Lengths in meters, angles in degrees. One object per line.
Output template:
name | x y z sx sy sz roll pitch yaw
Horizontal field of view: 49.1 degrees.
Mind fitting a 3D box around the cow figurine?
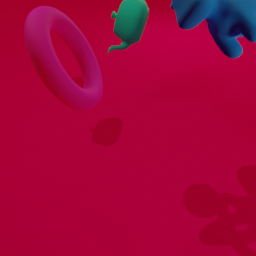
cow figurine | 0.906 -1.157 2.700 0.958 0.526 0.943 -38 87 -31

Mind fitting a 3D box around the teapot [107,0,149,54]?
teapot | -0.011 -2.428 6.469 0.799 1.632 1.015 19 12 0

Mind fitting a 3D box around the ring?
ring | -0.683 -0.783 3.211 0.248 1.241 1.241 -22 36 20
